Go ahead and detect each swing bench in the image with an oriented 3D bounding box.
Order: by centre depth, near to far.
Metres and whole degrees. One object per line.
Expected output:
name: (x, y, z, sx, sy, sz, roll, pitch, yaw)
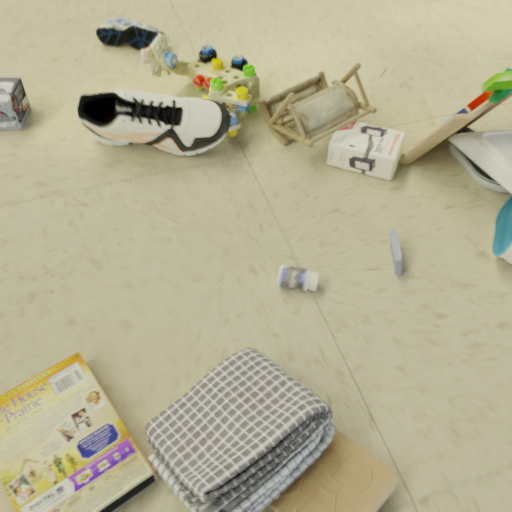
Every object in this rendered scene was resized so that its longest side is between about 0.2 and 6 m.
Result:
swing bench: (1.228, -3.094, 11.636, 1.702, 1.110, 1.711, -29, 19, -14)

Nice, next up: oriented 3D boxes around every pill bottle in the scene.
pill bottle: (0.703, 0.378, 9.364, 0.644, 0.366, 0.366, 10, 50, 9)

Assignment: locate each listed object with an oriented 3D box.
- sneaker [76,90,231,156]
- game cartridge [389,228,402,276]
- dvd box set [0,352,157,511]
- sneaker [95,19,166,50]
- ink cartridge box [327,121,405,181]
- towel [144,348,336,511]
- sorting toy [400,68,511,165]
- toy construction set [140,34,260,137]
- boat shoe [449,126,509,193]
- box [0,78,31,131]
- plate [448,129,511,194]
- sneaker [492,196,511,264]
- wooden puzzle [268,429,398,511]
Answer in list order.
sneaker: (-2.100, -2.699, 11.199, 3.164, 1.266, 1.166, 1, 86, 8)
game cartridge: (2.409, -0.088, 9.672, 0.153, 0.498, 0.748, -9, 49, 12)
dvd box set: (-2.614, 2.558, 7.530, 1.647, 0.331, 2.251, -30, 56, -23)
sneaker: (-3.139, -5.769, 14.375, 1.890, 0.715, 0.728, 13, 55, 9)
ink cartridge box: (2.244, -2.181, 11.410, 1.357, 0.572, 0.982, 17, 52, 14)
towel: (-0.266, 2.245, 7.171, 2.065, 0.884, 1.710, -34, 39, -24)
sorting toy: (4.163, -2.836, 10.643, 2.108, 2.851, 0.420, -32, 87, -26)
toy construction set: (-1.108, -3.912, 12.509, 2.914, 1.342, 1.910, 34, 57, 13)
boat shoe: (4.515, -1.951, 11.183, 0.626, 0.616, 1.738, -23, 53, -19)
box: (-5.854, -3.308, 12.201, 1.438, 0.825, 0.950, 0, 50, 0)
plate: (5.160, -1.752, 10.644, 2.293, 0.371, 2.298, -11, 52, -36)
sneaker: (4.827, -0.540, 9.966, 0.857, 0.812, 2.122, 32, 53, 1)
wooden puzzle: (0.824, 2.890, 7.152, 1.365, 0.341, 1.474, -37, 51, -27)
